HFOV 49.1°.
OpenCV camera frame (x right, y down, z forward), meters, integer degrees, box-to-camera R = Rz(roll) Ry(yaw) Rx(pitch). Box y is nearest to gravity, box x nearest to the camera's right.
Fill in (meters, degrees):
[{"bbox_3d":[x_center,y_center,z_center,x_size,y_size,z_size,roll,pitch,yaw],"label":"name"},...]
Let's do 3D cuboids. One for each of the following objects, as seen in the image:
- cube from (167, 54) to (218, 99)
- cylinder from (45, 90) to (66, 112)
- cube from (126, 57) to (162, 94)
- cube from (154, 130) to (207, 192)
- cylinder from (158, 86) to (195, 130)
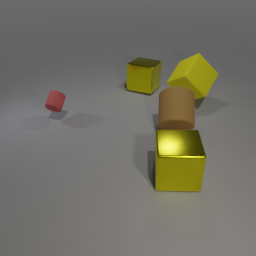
[{"bbox_3d":[2.939,-2.271,12.812,1.400,1.400,1.400,-57,20,-18],"label":"cube"},{"bbox_3d":[-3.048,-1.116,11.756,0.700,0.700,0.700,8,69,12],"label":"cylinder"},{"bbox_3d":[0.843,-2.744,14.533,1.400,1.400,1.400,14,32,22],"label":"cube"},{"bbox_3d":[1.554,1.001,8.781,1.400,1.400,1.400,0,33,3],"label":"cube"},{"bbox_3d":[1.902,-0.696,10.996,1.400,1.400,1.400,3,70,4],"label":"cylinder"}]
